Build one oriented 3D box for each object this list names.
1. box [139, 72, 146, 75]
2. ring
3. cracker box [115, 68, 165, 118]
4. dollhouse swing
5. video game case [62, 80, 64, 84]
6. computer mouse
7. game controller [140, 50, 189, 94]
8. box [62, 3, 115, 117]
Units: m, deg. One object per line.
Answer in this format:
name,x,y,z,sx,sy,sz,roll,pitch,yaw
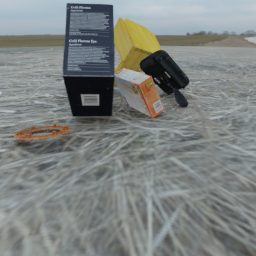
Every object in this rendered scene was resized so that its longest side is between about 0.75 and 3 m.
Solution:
box,0.575,-1.933,12.604,0.553,1.055,0.970,11,22,26
ring,-2.408,0.079,7.933,1.535,0.147,1.535,-3,12,1
cracker box,0.353,-1.338,10.307,0.604,1.402,2.093,-35,32,-14
dollhouse swing,0.098,-3.359,13.174,2.469,2.244,2.171,0,-29,-48
video game case,-1.856,-2.392,13.532,2.156,0.261,2.368,-2,-1,-25
computer mouse,1.828,-1.507,11.472,0.332,0.573,1.954,-36,51,4
game controller,1.628,-2.364,12.259,1.313,2.518,0.530,-19,52,34
box,-1.179,-2.036,9.033,1.437,2.514,2.761,-1,-21,-6
